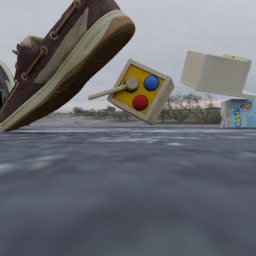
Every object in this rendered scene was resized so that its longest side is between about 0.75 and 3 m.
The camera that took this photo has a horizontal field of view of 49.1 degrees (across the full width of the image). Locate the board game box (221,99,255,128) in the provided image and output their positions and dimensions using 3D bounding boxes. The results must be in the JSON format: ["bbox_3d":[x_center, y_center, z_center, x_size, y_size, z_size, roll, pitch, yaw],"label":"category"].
[{"bbox_3d":[2.873,-0.323,6.485,1.256,0.659,0.647,1,0,-2],"label":"board game box"}]

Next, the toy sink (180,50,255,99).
[{"bbox_3d":[2.024,-1.185,6.032,1.437,0.805,0.936,7,19,-13],"label":"toy sink"}]

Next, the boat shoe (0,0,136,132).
[{"bbox_3d":[-0.854,-0.697,3.067,2.016,0.726,0.727,-36,-1,30],"label":"boat shoe"}]

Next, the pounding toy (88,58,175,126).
[{"bbox_3d":[0.137,-1.121,8.786,1.922,1.769,1.366,29,0,17],"label":"pounding toy"}]

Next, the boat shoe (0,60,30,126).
[{"bbox_3d":[-3.197,-0.912,6.963,0.732,2.227,0.796,-19,-25,-47],"label":"boat shoe"}]
